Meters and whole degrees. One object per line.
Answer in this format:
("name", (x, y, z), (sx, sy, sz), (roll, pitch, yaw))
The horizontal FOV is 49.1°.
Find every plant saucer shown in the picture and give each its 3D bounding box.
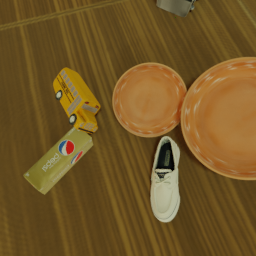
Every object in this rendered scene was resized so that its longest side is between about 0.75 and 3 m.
("plant saucer", (2.572, -0.220, 6.240), (2.721, 0.509, 2.721), (-4, 77, 19))
("plant saucer", (0.534, -0.688, 6.946), (1.843, 0.345, 1.843), (-1, 107, -2))

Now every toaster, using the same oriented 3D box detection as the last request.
("toaster", (1.592, -4.328, 8.807), (1.362, 0.808, 1.232), (26, 68, 8))

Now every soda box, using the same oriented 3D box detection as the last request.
("soda box", (-1.600, 0.739, 6.634), (0.539, 0.570, 1.684), (39, 71, 13))

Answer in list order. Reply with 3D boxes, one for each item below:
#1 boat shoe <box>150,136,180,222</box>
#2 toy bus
("boat shoe", (0.801, 1.107, 6.362), (0.703, 0.624, 1.910), (-6, 61, 19))
("toy bus", (-1.256, -0.689, 6.976), (0.716, 0.596, 1.830), (-49, 51, 16))
